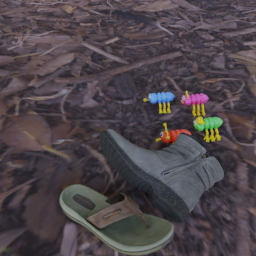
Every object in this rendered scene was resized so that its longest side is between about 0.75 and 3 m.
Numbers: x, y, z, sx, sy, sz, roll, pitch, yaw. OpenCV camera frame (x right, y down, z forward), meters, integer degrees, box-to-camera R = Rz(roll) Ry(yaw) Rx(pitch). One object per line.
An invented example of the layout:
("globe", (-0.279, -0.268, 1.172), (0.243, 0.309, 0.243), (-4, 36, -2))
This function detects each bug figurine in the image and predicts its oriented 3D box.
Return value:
("bug figurine", (1.616, -0.413, 8.322), (2.005, 0.665, 2.585), (-7, 43, -5))

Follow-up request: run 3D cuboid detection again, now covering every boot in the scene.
("boot", (0.781, 0.681, 6.552), (2.729, 0.924, 1.783), (42, 63, 12))

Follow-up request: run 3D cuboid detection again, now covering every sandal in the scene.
("sandal", (-0.359, 1.729, 5.772), (2.664, 0.760, 1.058), (17, 31, 24))
